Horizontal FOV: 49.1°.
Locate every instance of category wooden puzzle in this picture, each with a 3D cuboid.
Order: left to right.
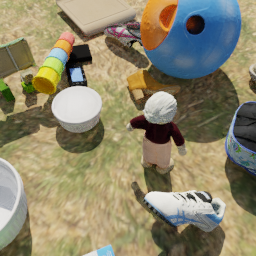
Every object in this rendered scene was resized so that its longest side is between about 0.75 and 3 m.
[{"bbox_3d":[-1.318,-4.811,11.342,2.397,0.482,2.591,-28,64,-19],"label":"wooden puzzle"}]

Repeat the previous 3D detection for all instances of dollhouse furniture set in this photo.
[{"bbox_3d":[-3.486,-1.915,8.260,1.282,1.957,0.982,-30,62,-17],"label":"dollhouse furniture set"}]

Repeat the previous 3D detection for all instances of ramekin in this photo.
[{"bbox_3d":[-3.248,1.764,6.116,2.124,1.115,2.124,0,54,0],"label":"ramekin"},{"bbox_3d":[-1.427,-0.491,8.037,1.397,0.651,1.397,0,54,0],"label":"ramekin"}]

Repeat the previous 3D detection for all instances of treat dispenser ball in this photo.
[{"bbox_3d":[1.852,-2.991,8.490,2.974,2.974,2.974,0,54,0],"label":"treat dispenser ball"}]

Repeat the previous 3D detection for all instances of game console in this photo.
[{"bbox_3d":[-1.734,-2.085,9.449,1.204,0.246,2.041,-13,56,-9],"label":"game console"}]

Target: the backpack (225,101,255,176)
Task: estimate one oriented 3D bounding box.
[{"bbox_3d":[3.454,0.382,6.911,1.943,1.428,1.778,20,58,16],"label":"backpack"}]

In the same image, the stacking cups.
[{"bbox_3d":[-2.164,-2.110,8.762,0.731,0.731,2.415,10,52,7],"label":"stacking cups"}]

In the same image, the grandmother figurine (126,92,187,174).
[{"bbox_3d":[0.668,0.135,6.445,1.508,2.487,0.753,14,55,10],"label":"grandmother figurine"}]

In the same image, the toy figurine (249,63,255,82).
[{"bbox_3d":[5.502,-1.888,8.400,2.741,1.937,2.784,-26,56,-24],"label":"toy figurine"}]

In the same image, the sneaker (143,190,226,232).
[{"bbox_3d":[1.191,1.564,5.700,0.822,2.287,0.829,37,100,50],"label":"sneaker"}]

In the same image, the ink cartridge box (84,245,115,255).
[{"bbox_3d":[-0.801,3.092,5.477,1.383,0.579,1.004,-18,56,-13],"label":"ink cartridge box"}]

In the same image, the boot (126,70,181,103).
[{"bbox_3d":[0.769,-1.424,8.764,1.522,0.536,1.090,-14,60,-3],"label":"boot"}]

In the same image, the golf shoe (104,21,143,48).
[{"bbox_3d":[-0.150,-3.291,9.964,1.910,0.879,0.693,14,24,40],"label":"golf shoe"}]
